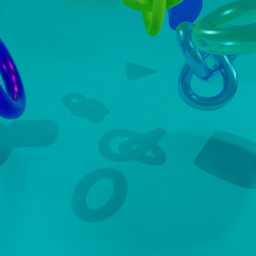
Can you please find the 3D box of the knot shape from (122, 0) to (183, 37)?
[{"bbox_3d":[0.494,-2.719,5.880,1.653,1.547,0.764,21,39,35],"label":"knot shape"}]

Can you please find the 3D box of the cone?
[{"bbox_3d":[1.376,-3.617,8.080,1.098,1.098,1.102,-21,62,-19],"label":"cone"}]

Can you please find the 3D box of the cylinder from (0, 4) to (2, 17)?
[{"bbox_3d":[-3.538,-2.781,6.205,1.005,1.005,1.005,-20,46,5],"label":"cylinder"}]

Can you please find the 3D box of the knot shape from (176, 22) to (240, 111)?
[{"bbox_3d":[1.555,-1.144,5.389,1.744,1.632,0.806,-1,12,-29],"label":"knot shape"}]

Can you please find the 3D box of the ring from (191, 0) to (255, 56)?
[{"bbox_3d":[1.462,-1.243,3.251,1.445,0.289,1.445,-16,30,10],"label":"ring"}]

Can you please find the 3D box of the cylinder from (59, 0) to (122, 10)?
[{"bbox_3d":[-0.608,-2.498,4.635,1.014,1.014,1.014,-1,46,-2],"label":"cylinder"}]

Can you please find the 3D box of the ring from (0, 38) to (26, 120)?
[{"bbox_3d":[-2.623,-1.122,5.602,0.401,2.005,2.005,-20,48,-2],"label":"ring"}]
